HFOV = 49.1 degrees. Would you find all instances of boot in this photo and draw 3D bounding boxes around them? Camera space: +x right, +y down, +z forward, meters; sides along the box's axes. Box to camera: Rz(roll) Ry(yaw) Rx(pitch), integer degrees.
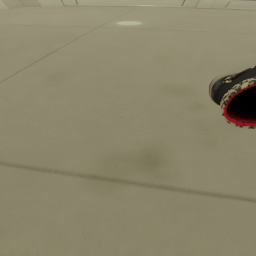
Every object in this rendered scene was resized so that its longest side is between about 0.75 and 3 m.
[{"bbox_3d":[1.741,-0.470,3.102,1.639,0.600,1.234,-9,15,18],"label":"boot"}]
